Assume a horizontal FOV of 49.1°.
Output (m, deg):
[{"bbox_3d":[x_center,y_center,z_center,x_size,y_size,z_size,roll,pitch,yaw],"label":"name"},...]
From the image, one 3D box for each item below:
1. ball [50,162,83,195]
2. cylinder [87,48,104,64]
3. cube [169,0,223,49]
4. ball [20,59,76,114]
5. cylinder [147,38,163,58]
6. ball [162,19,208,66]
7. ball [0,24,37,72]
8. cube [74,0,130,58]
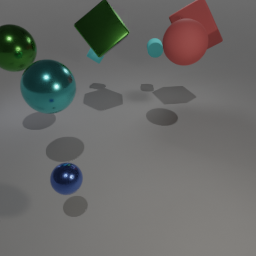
[{"bbox_3d":[-1.337,1.103,6.105,0.700,0.700,0.700,0,32,0],"label":"ball"},{"bbox_3d":[-1.474,-3.480,13.084,0.700,0.700,0.700,29,29,-14],"label":"cylinder"},{"bbox_3d":[2.622,-3.794,10.739,1.400,1.400,1.400,-24,-12,24],"label":"cube"},{"bbox_3d":[-2.055,-1.066,7.275,1.400,1.400,1.400,0,32,0],"label":"ball"},{"bbox_3d":[1.209,-3.597,12.583,0.700,0.700,0.700,0,31,1],"label":"cylinder"},{"bbox_3d":[1.777,-2.661,8.731,1.400,1.400,1.400,0,32,0],"label":"ball"},{"bbox_3d":[-3.517,-2.426,8.557,1.400,1.400,1.400,0,32,0],"label":"ball"},{"bbox_3d":[-0.936,-3.565,10.256,1.400,1.400,1.400,-38,13,6],"label":"cube"}]
